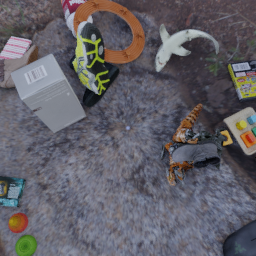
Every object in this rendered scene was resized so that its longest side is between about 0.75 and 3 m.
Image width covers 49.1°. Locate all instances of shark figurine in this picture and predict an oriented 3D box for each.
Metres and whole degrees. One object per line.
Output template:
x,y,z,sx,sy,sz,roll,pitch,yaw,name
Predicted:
2.205,-3.430,11.110,2.788,1.163,1.666,-17,102,1,shark figurine

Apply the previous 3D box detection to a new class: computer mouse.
3.868,3.205,8.326,2.348,0.619,1.626,-30,51,-8,computer mouse

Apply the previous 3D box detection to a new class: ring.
-0.659,-3.904,11.041,3.001,0.288,3.001,9,66,-20,ring

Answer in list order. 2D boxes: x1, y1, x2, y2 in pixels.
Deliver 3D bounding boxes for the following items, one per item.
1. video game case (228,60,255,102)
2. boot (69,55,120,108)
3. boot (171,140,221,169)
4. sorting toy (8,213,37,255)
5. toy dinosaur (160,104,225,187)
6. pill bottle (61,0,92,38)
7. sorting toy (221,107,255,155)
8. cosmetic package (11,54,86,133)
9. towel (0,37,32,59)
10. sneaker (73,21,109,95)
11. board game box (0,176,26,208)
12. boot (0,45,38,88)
4.973,-1.887,10.819,1.817,0.232,1.642,-9,68,-4,video game case
-1.540,-1.925,10.538,1.723,0.783,2.050,31,70,12,boot
1.817,0.799,7.759,1.386,0.913,0.484,-22,110,22,boot
-3.191,3.420,8.401,0.656,0.651,1.891,-25,69,-10,sorting toy
2.132,0.521,9.295,1.965,1.479,2.896,9,89,21,toy dinosaur
-2.066,-4.659,11.524,1.056,1.056,1.870,-16,70,-6,pill bottle
4.223,0.041,9.674,2.614,0.356,1.472,-24,73,-22,sorting toy
-2.449,-1.002,9.111,1.408,2.635,1.188,-29,65,-4,cosmetic package
-4.574,-3.159,11.390,0.916,0.187,1.251,14,65,5,towel
-1.312,-2.093,8.750,1.020,2.669,1.006,22,58,16,sneaker
-4.172,2.065,9.202,1.392,0.196,0.941,7,68,2,board game box
-4.415,-2.443,10.816,1.429,0.686,1.954,10,68,5,boot
